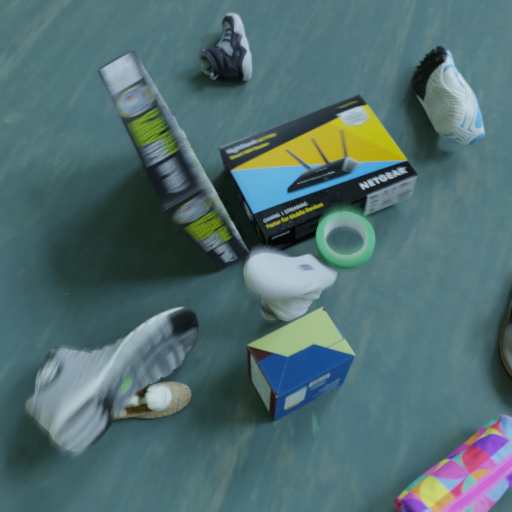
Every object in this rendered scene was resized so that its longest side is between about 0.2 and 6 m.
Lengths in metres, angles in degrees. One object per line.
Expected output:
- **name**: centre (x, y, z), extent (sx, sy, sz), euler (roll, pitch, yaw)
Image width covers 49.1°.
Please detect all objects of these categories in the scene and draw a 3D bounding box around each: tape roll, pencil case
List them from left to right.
- **tape roll**: centre (1.479, -0.262, 9.345), extent (0.973, 0.234, 0.973), euler (-2, 62, 3)
- **pencil case**: centre (3.032, 3.229, 7.948), extent (2.240, 0.990, 0.990), euler (-33, 65, -18)

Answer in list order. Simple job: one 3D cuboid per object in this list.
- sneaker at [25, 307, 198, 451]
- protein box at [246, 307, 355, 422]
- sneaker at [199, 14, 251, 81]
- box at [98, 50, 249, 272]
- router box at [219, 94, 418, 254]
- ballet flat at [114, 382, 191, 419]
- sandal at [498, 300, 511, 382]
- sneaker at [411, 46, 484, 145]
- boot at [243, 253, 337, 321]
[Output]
- **sneaker**: centre (-2.331, 1.536, 8.691), extent (1.643, 1.068, 2.846), euler (16, 40, 35)
- **protein box**: centre (0.645, 1.693, 8.601), extent (1.329, 1.339, 0.903), euler (-25, 63, -14)
- **sneaker**: centre (-0.788, -4.735, 12.700), extent (1.100, 0.729, 1.933), euler (-10, 63, -8)
- **box**: centre (-1.386, -1.578, 9.753), extent (0.712, 2.575, 3.215), euler (-29, 64, 1)
- **router box**: centre (1.127, -1.607, 10.753), extent (3.071, 0.784, 2.291), euler (-23, 62, -8)
- **ballet flat**: centre (-1.800, 2.278, 8.733), extent (1.554, 0.507, 0.548), euler (-10, 71, -5)
- **sandal**: centre (4.757, 1.117, 9.296), extent (1.083, 0.724, 2.651), euler (19, 62, 11)
- **sneaker**: centre (4.074, -3.401, 11.927), extent (1.028, 1.020, 2.837), euler (26, 44, -31)
- **boot**: centre (0.399, 0.600, 8.691), extent (0.831, 1.079, 2.258), euler (43, 23, 28)
